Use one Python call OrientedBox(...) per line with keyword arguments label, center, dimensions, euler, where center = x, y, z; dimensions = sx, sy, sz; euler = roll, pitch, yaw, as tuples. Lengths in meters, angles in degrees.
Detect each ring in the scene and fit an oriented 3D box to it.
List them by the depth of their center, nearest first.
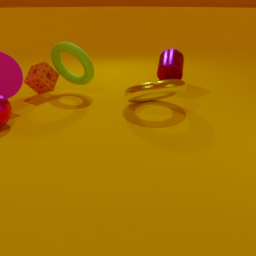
OrientedBox(label="ring", center=(0.858, -1.185, 9.105), dimensions=(2.098, 0.420, 2.098), euler=(-9, 0, 0))
OrientedBox(label="ring", center=(-2.015, -2.296, 10.134), dimensions=(1.771, 1.771, 0.354), euler=(13, 51, 26))

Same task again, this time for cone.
OrientedBox(label="cone", center=(-4.374, -1.486, 9.143), dimensions=(1.560, 1.560, 1.566), euler=(-17, 0, -31))

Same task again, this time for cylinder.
OrientedBox(label="cylinder", center=(1.738, -2.498, 11.404), dimensions=(1.035, 1.035, 1.035), euler=(5, 53, 10))

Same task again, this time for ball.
OrientedBox(label="ball", center=(-3.825, -0.495, 7.800), dimensions=(1.095, 1.095, 1.095), euler=(0, 26, 0))

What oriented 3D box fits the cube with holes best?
OrientedBox(label="cube with holes", center=(-3.158, -1.824, 10.287), dimensions=(0.776, 0.776, 0.776), euler=(-8, 56, 31))
